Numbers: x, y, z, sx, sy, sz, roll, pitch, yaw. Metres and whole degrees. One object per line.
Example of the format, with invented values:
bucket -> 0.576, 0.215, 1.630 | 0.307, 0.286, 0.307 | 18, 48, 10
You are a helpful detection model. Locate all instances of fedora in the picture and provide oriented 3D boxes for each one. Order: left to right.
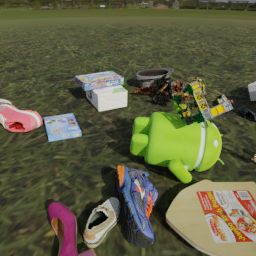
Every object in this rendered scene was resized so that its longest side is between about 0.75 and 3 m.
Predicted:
fedora -> 1.453, -2.594, 15.206 | 2.099, 0.948, 1.856 | -3, 25, 12

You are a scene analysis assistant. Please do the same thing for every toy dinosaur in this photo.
toy dinosaur -> 1.734, -1.824, 13.842 | 2.715, 1.387, 1.842 | -23, 6, 16

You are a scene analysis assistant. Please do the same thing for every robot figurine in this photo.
robot figurine -> 1.532, 0.422, 8.631 | 2.850, 1.649, 2.501 | 9, 56, 1

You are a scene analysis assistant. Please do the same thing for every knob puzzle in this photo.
knob puzzle -> 2.208, 2.208, 6.729 | 2.893, 0.401, 2.893 | 0, 28, 0

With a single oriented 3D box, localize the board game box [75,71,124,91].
board game box -> -1.368, -2.291, 13.443 | 1.986, 0.342, 1.344 | -14, 31, -25

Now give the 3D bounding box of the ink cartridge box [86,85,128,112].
ink cartridge box -> -1.172, -1.742, 13.705 | 1.472, 0.846, 2.513 | -11, 30, -20

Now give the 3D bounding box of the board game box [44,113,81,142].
board game box -> -2.632, -0.061, 11.120 | 1.231, 0.298, 1.627 | -10, 29, -18

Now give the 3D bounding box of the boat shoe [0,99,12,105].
boat shoe -> -6.025, -0.711, 12.092 | 1.854, 0.692, 0.860 | -9, 36, -3

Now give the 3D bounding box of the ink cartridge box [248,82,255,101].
ink cartridge box -> 7.077, -1.918, 13.350 | 1.482, 0.860, 2.047 | -21, 13, -35

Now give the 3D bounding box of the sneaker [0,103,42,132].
sneaker -> -4.647, -0.354, 11.075 | 2.367, 0.872, 1.027 | 9, 30, 16

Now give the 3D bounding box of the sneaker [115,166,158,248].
sneaker -> 0.297, 1.773, 6.996 | 1.032, 0.991, 2.632 | -1, 29, -9

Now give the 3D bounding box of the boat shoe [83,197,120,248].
boat shoe -> -0.574, 2.136, 6.747 | 0.556, 0.509, 1.489 | 9, 29, 17

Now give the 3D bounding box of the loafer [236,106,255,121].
loafer -> 5.152, -0.642, 12.100 | 0.421, 0.407, 1.198 | -7, 31, -31

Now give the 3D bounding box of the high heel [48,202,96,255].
high heel -> -1.523, 2.390, 6.000 | 1.001, 0.702, 2.082 | -9, 31, -38

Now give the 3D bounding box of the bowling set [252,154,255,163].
bowling set -> 4.753, 1.107, 8.621 | 1.583, 0.850, 1.102 | -4, 47, -10

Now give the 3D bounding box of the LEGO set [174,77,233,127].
LEGO set -> 2.003, -0.717, 7.406 | 0.959, 1.273, 1.655 | -23, -11, -11
